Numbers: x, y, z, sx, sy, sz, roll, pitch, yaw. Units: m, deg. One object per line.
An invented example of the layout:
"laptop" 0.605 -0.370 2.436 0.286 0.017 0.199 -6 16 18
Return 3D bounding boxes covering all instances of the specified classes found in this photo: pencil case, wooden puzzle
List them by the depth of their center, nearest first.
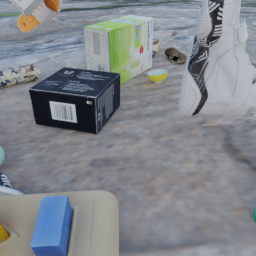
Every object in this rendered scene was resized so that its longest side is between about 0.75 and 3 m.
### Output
"wooden puzzle" -1.602 1.935 3.724 2.968 0.687 2.749 0 41 -2
"pencil case" -4.339 -2.004 10.778 1.801 0.701 0.806 -21 30 -32

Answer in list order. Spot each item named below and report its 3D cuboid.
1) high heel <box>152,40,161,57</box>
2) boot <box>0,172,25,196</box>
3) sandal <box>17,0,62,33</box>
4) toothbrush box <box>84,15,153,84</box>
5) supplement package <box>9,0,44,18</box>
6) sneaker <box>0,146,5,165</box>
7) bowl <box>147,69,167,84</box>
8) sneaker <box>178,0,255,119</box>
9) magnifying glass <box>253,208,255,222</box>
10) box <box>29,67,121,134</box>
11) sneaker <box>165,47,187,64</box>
"high heel" 0.985 -4.296 14.671 1.284 0.643 1.801 16 43 13
"boot" -2.539 1.168 5.639 1.318 0.479 0.595 7 37 13
"sandal" -2.958 -3.664 8.999 2.130 0.816 0.610 -26 20 33
"toothbrush box" -0.269 -3.181 11.341 1.282 2.168 2.978 19 35 29
"supplement package" -2.314 -3.427 6.518 1.263 0.900 1.622 -48 22 0
"sneaker" -4.046 0.174 6.746 2.757 1.072 1.929 3 31 3
"bowl" 1.173 -1.988 10.995 0.788 0.424 0.788 -8 26 4
"sneaker" 1.578 -1.110 4.040 1.330 2.313 0.869 11 36 5
"magnifying glass" 3.005 1.485 5.454 0.650 0.183 1.633 27 42 38
"box" -1.465 -0.908 8.442 2.001 1.195 2.035 9 32 15
"sneaker" 2.161 -3.476 13.430 0.597 0.556 1.579 -20 35 -25
